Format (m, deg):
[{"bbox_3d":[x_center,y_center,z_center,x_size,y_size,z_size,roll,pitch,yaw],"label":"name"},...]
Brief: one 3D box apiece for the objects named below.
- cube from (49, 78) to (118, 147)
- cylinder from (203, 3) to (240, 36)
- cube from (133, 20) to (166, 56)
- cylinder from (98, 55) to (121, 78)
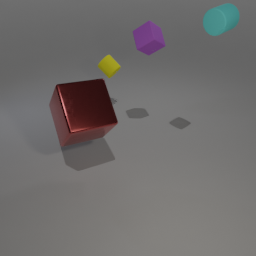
[{"bbox_3d":[-1.325,-0.425,8.051,1.400,1.400,1.400,-13,-12,-27],"label":"cube"},{"bbox_3d":[2.500,-2.913,7.525,0.700,0.700,0.700,-31,42,-32],"label":"cylinder"},{"bbox_3d":[0.681,-2.885,9.044,0.700,0.700,0.700,-22,-17,34],"label":"cube"},{"bbox_3d":[-0.785,-2.572,11.729,0.700,0.700,0.700,46,38,-2],"label":"cylinder"}]
